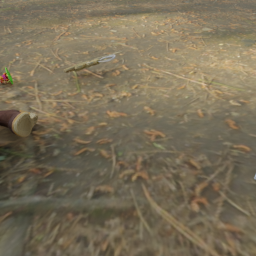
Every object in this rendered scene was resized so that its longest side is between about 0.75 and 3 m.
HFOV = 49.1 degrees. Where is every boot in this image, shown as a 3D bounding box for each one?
[{"bbox_3d":[-3.691,-0.183,8.240,1.653,0.719,1.987,2,9,-5],"label":"boot"}]

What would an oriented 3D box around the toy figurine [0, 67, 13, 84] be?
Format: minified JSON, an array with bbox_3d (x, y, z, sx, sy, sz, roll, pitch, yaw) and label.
[{"bbox_3d":[-5.290,-2.013,11.527,0.876,0.714,0.952,-21,15,-12],"label":"toy figurine"}]

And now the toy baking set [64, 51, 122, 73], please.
[{"bbox_3d":[-1.495,-2.732,11.887,2.450,0.285,1.881,-28,20,-30],"label":"toy baking set"}]

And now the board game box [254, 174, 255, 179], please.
[{"bbox_3d":[4.012,0.279,7.026,0.703,2.281,2.279,24,55,28],"label":"board game box"}]
